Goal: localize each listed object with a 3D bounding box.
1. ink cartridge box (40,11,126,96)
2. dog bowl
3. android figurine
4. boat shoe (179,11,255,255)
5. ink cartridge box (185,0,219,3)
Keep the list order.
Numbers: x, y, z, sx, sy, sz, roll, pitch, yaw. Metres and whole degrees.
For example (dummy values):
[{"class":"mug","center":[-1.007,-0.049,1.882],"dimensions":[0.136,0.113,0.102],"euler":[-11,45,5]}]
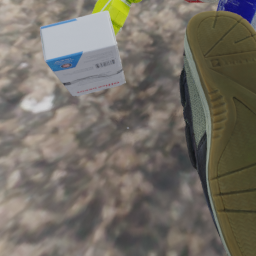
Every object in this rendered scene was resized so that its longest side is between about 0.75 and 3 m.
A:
[{"class":"ink cartridge box","center":[-0.587,-1.011,4.113],"dimensions":[0.928,1.280,0.536],"euler":[-14,76,1]},{"class":"dog bowl","center":[2.929,-2.113,4.945],"dimensions":[2.793,2.793,1.100],"euler":[-29,51,-12]},{"class":"android figurine","center":[-0.345,-2.308,5.560],"dimensions":[0.466,2.067,2.271],"euler":[26,61,-25]},{"class":"boat shoe","center":[0.969,0.102,2.498],"dimensions":[0.872,0.802,2.440],"euler":[-7,67,-1]},{"class":"ink cartridge box","center":[1.920,-3.736,5.782],"dimensions":[2.475,1.798,1.790],"euler":[29,110,45]}]
